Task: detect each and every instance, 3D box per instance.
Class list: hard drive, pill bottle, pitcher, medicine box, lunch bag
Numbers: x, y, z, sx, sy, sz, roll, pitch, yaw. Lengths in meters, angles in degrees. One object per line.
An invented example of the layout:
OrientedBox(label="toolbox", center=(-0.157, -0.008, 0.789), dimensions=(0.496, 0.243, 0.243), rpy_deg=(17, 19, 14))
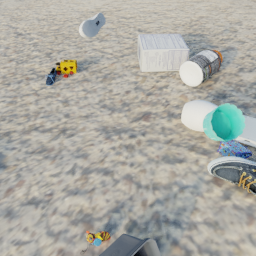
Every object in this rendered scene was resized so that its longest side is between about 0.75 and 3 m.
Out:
OrientedBox(label="hard drive", center=(4.928, 0.107, 11.200), dimensions=(1.243, 0.248, 1.885), rpy_deg=(20, 36, 23))
OrientedBox(label="pill bottle", center=(3.967, -3.270, 14.715), dimensions=(1.384, 1.384, 2.605), rpy_deg=(29, 47, 31))
OrientedBox(label="pitcher", center=(3.349, -0.443, 11.390), dimensions=(2.056, 1.246, 1.764), rpy_deg=(13, 11, 23))
OrientedBox(label="medicine box", center=(1.948, -4.356, 16.096), dimensions=(2.607, 1.342, 2.375), rpy_deg=(-1, 38, -3))
OrientedBox(label="lunch bag", center=(4.027, 0.804, 10.389), dimensions=(1.072, 0.504, 0.807), rpy_deg=(-11, 36, -28))

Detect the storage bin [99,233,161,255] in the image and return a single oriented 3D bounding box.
OrientedBox(label="storage bin", center=(-0.079, 3.365, 6.779), dimensions=(1.562, 1.137, 1.049), rpy_deg=(-32, 21, -34))

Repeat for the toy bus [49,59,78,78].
OrientedBox(label="toy bus", center=(-3.480, -3.420, 15.414), dimensions=(1.363, 0.746, 1.445), rpy_deg=(30, 47, 32))

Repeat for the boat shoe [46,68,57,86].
OrientedBox(label="boat shoe", center=(-4.091, -2.727, 14.736), dimensions=(0.526, 0.429, 1.249), rpy_deg=(1, 47, -1))

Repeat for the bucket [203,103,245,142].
OrientedBox(label="bucket", center=(3.016, -0.129, 8.916), dimensions=(1.199, 0.780, 1.199), rpy_deg=(1, 82, -9))

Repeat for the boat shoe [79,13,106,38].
OrientedBox(label="boat shoe", center=(-1.202, -3.123, 8.650), dimensions=(0.511, 0.519, 1.465), rpy_deg=(-12, 35, 32))

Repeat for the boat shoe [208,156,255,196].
OrientedBox(label="boat shoe", center=(3.848, 1.638, 8.923), dimensions=(2.474, 0.875, 1.123), rpy_deg=(7, 35, 5))

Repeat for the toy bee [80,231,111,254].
OrientedBox(label="toy bee", center=(-0.902, 2.955, 7.546), dimensions=(0.572, 0.475, 0.874), rpy_deg=(-19, -2, 38))
